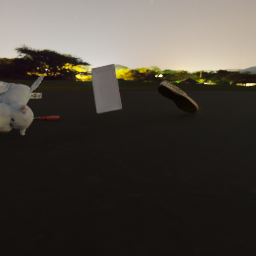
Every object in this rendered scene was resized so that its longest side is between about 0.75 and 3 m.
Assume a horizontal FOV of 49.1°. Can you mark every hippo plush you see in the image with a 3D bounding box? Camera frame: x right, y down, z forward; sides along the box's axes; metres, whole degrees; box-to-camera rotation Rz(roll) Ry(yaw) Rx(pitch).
[{"bbox_3d":[-3.022,-0.389,7.326,1.801,1.434,1.448,-6,48,-29],"label":"hippo plush"}]

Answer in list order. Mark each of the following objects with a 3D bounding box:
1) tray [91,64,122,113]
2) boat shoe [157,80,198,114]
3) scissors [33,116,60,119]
[{"bbox_3d":[-0.902,-1.633,11.684,1.064,1.981,0.220,-10,-9,8],"label":"tray"},{"bbox_3d":[2.232,-1.387,12.168,1.994,0.719,0.648,34,48,5],"label":"boat shoe"},{"bbox_3d":[-3.207,-0.370,10.283,1.408,0.098,0.515,-2,11,-4],"label":"scissors"}]
